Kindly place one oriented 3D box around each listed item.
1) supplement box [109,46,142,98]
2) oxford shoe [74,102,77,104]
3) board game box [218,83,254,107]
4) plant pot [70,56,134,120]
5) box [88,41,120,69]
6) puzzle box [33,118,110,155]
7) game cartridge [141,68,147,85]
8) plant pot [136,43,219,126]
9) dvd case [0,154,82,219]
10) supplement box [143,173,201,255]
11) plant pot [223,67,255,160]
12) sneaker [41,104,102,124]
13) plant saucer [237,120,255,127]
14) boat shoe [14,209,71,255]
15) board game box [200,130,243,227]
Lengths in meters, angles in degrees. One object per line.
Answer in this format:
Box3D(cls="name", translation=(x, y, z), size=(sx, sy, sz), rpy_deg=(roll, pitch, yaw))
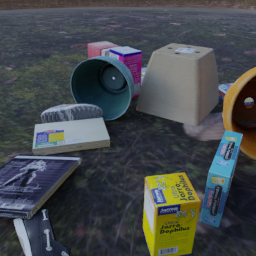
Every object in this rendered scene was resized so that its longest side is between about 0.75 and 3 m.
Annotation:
Box3D(cls="supplement box", translation=(-0.117, -2.398, 12.330), size=(1.067, 2.066, 1.045), rpy_deg=(-19, 36, -33))
Box3D(cls="oxford shoe", translation=(-2.168, -0.992, 11.643), size=(0.835, 0.298, 0.298), rpy_deg=(-16, 34, -22))
Box3D(cls="board game box", translation=(4.881, -1.428, 12.329), size=(1.443, 0.367, 2.133), rpy_deg=(-8, 30, -14))
Box3D(cls="plant pot", translation=(-0.763, -1.700, 10.731), size=(2.382, 2.382, 1.596), rpy_deg=(10, 31, 17))
Box3D(cls="box", translation=(-1.307, -4.334, 16.695), size=(1.380, 1.176, 2.158), rpy_deg=(-19, 34, -30))
Box3D(cls="puzzle box", translation=(-1.911, 0.241, 9.405), size=(2.411, 0.307, 1.604), rpy_deg=(-6, 30, -11))
Box3D(cls="game cartridge", translation=(1.110, -2.544, 14.303), size=(1.546, 0.475, 2.323), rpy_deg=(-30, 40, -35))
Box3D(cls="plant pot", translation=(2.110, -1.959, 11.240), size=(2.689, 2.380, 2.685), rpy_deg=(17, 33, 28))
Box3D(cls="dvd case", translation=(-2.589, 1.297, 6.948), size=(2.034, 0.218, 2.735), rpy_deg=(0, 19, 14))
Box3D(cls="supplement box", translation=(0.795, 1.745, 5.475), size=(0.830, 1.515, 0.825), rpy_deg=(-5, 31, -9))
Box3D(cls="plant pot", translation=(4.260, -0.629, 8.842), size=(2.834, 2.834, 2.595), rpy_deg=(2, 13, 3))
Box3D(cls="sneaker", translation=(-2.060, -0.641, 10.457), size=(2.218, 0.829, 0.909), rpy_deg=(-1, 29, -1))
Box3D(cls="plant saucer", translation=(4.160, -0.135, 9.502), size=(0.838, 0.144, 0.838), rpy_deg=(-5, 9, 1))
Box3D(cls="boat shoe", translation=(-1.395, 2.366, 5.055), size=(0.763, 0.934, 2.529), rpy_deg=(-21, 27, -25))
Box3D(cls="board game box", translation=(2.246, 1.135, 6.653), size=(0.446, 1.436, 1.902), rpy_deg=(14, 32, 23))
